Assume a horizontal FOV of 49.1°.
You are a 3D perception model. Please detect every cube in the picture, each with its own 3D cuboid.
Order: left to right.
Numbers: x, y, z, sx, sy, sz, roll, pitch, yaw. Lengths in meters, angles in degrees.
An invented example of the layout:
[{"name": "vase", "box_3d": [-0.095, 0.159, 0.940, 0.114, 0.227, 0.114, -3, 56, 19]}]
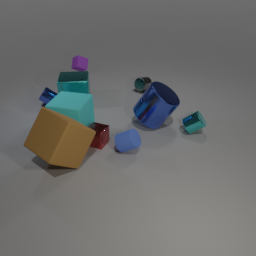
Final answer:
[{"name": "cube", "box_3d": [-2.193, 0.343, 9.117, 1.400, 1.400, 1.400, 26, 0, 32]}, {"name": "cube", "box_3d": [-2.236, -0.497, 11.117, 1.400, 1.400, 1.400, 7, 32, 12]}, {"name": "cube", "box_3d": [-2.538, -1.807, 13.361, 1.400, 1.400, 1.400, -3, 31, -5]}, {"name": "cube", "box_3d": [-2.842, -3.803, 16.551, 0.700, 0.700, 0.700, 11, -7, -39]}, {"name": "cube", "box_3d": [-1.158, 0.280, 10.542, 0.700, 0.700, 0.700, 12, 33, 20]}]

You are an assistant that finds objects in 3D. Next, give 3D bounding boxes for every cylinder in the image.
[{"name": "cylinder", "box_3d": [-3.729, -1.462, 13.209, 0.700, 0.700, 0.700, 32, 25, -18]}, {"name": "cylinder", "box_3d": [-0.004, 0.448, 9.965, 0.700, 0.700, 0.700, -19, 21, 28]}, {"name": "cylinder", "box_3d": [0.803, -2.334, 14.808, 0.700, 0.700, 0.700, 21, 25, 31]}, {"name": "cylinder", "box_3d": [1.146, -0.922, 11.379, 1.400, 1.400, 1.400, 25, 35, -19]}, {"name": "cylinder", "box_3d": [2.637, -0.226, 11.142, 0.700, 0.700, 0.700, -30, 19, 27]}]
